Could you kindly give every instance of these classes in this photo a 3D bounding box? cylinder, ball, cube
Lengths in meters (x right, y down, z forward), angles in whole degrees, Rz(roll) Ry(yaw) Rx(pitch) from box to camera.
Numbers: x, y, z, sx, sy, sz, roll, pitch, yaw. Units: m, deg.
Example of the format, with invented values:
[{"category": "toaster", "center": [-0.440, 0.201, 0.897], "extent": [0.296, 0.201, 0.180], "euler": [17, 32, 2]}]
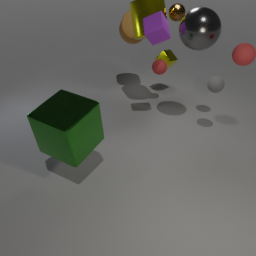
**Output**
[{"category": "cylinder", "center": [0.849, -4.379, 11.235], "extent": [1.400, 1.400, 1.400], "euler": [-9, 13, 2]}, {"category": "ball", "center": [1.445, -2.796, 12.845], "extent": [0.700, 0.700, 0.700], "euler": [0, 30, 0]}, {"category": "ball", "center": [2.019, -4.756, 11.539], "extent": [0.700, 0.700, 0.700], "euler": [0, 30, 0]}, {"category": "cube", "center": [1.909, -3.392, 13.941], "extent": [0.700, 0.700, 0.700], "euler": [-24, 76, -46]}, {"category": "ball", "center": [3.713, -1.839, 11.853], "extent": [0.700, 0.700, 0.700], "euler": [0, 30, 0]}, {"category": "ball", "center": [2.438, -3.350, 9.507], "extent": [1.400, 1.400, 1.400], "euler": [0, 30, 0]}, {"category": "cube", "center": [0.990, -3.418, 9.634], "extent": [0.700, 0.700, 0.700], "euler": [-14, 66, 25]}, {"category": "cylinder", "center": [0.313, -4.897, 13.621], "extent": [1.400, 1.400, 1.400], "euler": [-3, 10, -5]}, {"category": "ball", "center": [3.629, -2.303, 8.773], "extent": [0.700, 0.700, 0.700], "euler": [0, 30, 0]}, {"category": "cube", "center": [-1.679, -0.015, 7.884], "extent": [1.400, 1.400, 1.400], "euler": [20, 47, 25]}]
